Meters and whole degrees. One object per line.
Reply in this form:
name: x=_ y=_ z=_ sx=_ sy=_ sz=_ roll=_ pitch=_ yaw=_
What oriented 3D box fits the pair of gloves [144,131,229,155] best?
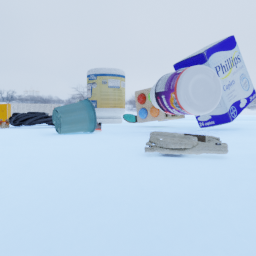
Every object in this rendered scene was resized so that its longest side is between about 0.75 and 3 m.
pair of gloves: x=0.996 y=0.281 z=4.897 sx=1.328 sy=0.274 sz=1.562 roll=4 pitch=6 yaw=10

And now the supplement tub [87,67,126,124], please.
supplement tub: x=-1.184 y=-1.689 z=15.217 sx=2.105 sy=2.911 sz=2.105 roll=0 pitch=2 yaw=0

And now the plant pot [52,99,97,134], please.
plant pot: x=-1.689 y=-0.301 z=8.661 sx=1.085 sy=1.107 sz=1.107 roll=-12 pitch=9 yaw=-33

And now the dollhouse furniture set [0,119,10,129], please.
dollhouse furniture set: x=-5.379 y=-0.245 z=11.107 sx=1.041 sy=0.542 sz=1.052 roll=0 pitch=4 yaw=5

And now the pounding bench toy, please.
pounding bench toy: x=1.623 y=-1.041 z=11.870 sx=2.270 sy=1.410 sz=1.770 roll=-7 pitch=-1 yaw=44

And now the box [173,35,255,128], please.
box: x=3.366 y=-1.767 z=10.584 sx=2.459 sy=2.674 sz=1.403 roll=-35 pitch=13 yaw=-39

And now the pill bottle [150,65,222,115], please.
pill bottle: x=1.626 y=-1.097 z=8.758 sx=1.380 sy=1.380 sz=2.476 roll=-1 pitch=3 yaw=-18

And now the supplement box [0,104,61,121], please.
supplement box: x=-5.515 y=-0.818 z=15.827 sx=2.972 sy=1.093 sz=1.873 roll=-3 pitch=4 yaw=-37

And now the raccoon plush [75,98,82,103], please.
raccoon plush: x=-2.311 y=-1.487 z=20.058 sx=2.551 sy=1.234 sz=1.709 roll=40 pitch=10 yaw=11

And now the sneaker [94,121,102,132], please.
sneaker: x=-1.240 y=-0.122 z=8.994 sx=0.386 sy=0.410 sz=1.001 roll=8 pitch=-4 yaw=41

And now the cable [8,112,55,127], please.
cable: x=-3.810 y=-0.312 z=12.343 sx=2.306 sy=0.718 sz=2.826 roll=7 pitch=4 yaw=27

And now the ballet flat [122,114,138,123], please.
ballet flat: x=0.374 y=-0.508 z=16.239 sx=1.643 sy=0.557 sz=0.594 roll=-1 pitch=-17 yaw=-23
